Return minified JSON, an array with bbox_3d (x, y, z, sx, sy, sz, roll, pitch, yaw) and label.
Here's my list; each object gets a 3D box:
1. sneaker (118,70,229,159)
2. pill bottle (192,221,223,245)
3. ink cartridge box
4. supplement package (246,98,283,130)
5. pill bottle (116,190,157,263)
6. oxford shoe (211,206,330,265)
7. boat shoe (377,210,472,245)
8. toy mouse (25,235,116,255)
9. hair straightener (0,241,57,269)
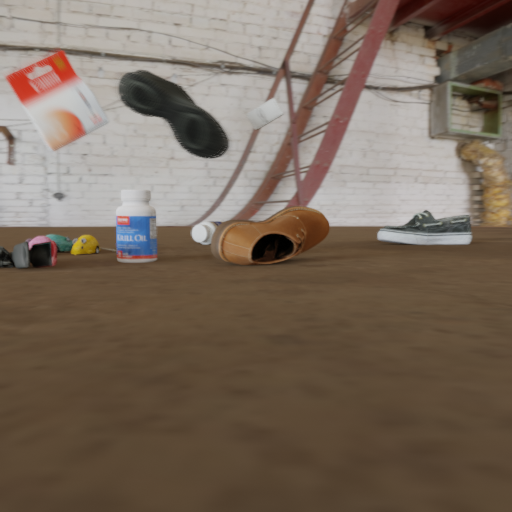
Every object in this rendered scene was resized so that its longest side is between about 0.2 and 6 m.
[{"bbox_3d":[-1.554,-3.017,11.537,2.512,0.954,1.140,37,30,-15],"label":"sneaker"},{"bbox_3d":[-1.221,-0.615,14.971,0.625,0.625,1.126,2,4,27],"label":"pill bottle"},{"bbox_3d":[-2.817,-2.228,8.008,0.953,1.174,0.294,-35,22,-22],"label":"ink cartridge box"},{"bbox_3d":[0.224,-3.540,14.016,0.791,0.462,0.464,-29,9,10],"label":"supplement package"},{"bbox_3d":[-1.943,-0.481,9.081,0.649,1.156,0.649,-1,4,0],"label":"pill bottle"},{"bbox_3d":[0.475,-0.226,8.830,0.872,0.873,2.448,19,25,40],"label":"oxford shoe"},{"bbox_3d":[4.490,-0.768,14.987,2.596,0.921,0.936,-1,4,-11],"label":"boat shoe"},{"bbox_3d":[-4.010,-0.223,11.030,1.719,0.374,1.934,1,4,15],"label":"toy mouse"},{"bbox_3d":[-3.538,-0.032,7.985,0.771,0.410,2.003,-3,5,-39],"label":"hair straightener"}]
